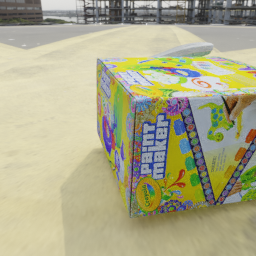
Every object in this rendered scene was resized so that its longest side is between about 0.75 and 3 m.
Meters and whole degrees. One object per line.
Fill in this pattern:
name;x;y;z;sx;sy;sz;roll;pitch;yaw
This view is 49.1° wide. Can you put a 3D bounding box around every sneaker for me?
sneaker;1.489;-1.670;8.464;2.362;1.393;0.869;-16;20;14

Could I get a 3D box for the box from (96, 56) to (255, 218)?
box;0.976;-0.197;4.895;2.699;1.709;2.802;-4;24;-14
